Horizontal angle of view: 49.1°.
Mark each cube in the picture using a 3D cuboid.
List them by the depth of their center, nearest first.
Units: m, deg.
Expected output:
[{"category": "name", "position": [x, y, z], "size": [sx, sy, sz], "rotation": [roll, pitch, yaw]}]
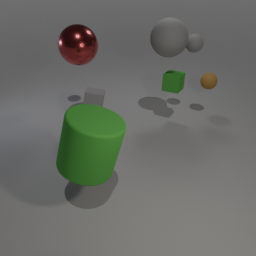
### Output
[{"category": "cube", "position": [-1.268, -1.058, 10.487], "size": [0.700, 0.700, 0.700], "rotation": [9, 24, -4]}, {"category": "cube", "position": [1.811, -1.852, 11.150], "size": [0.700, 0.700, 0.700], "rotation": [15, 31, 24]}]

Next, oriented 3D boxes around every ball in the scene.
[{"category": "ball", "position": [-1.752, -2.916, 9.864], "size": [1.400, 1.400, 1.400], "rotation": [0, 30, 0]}, {"category": "ball", "position": [1.521, -3.328, 10.345], "size": [1.400, 1.400, 1.400], "rotation": [0, 30, 0]}, {"category": "ball", "position": [2.554, -3.264, 10.785], "size": [0.700, 0.700, 0.700], "rotation": [0, 30, 0]}, {"category": "ball", "position": [3.384, -1.964, 11.728], "size": [0.700, 0.700, 0.700], "rotation": [0, 30, 0]}]

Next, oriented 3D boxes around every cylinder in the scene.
[{"category": "cylinder", "position": [-0.879, 0.373, 6.541], "size": [1.400, 1.400, 1.400], "rotation": [13, 29, -8]}]
